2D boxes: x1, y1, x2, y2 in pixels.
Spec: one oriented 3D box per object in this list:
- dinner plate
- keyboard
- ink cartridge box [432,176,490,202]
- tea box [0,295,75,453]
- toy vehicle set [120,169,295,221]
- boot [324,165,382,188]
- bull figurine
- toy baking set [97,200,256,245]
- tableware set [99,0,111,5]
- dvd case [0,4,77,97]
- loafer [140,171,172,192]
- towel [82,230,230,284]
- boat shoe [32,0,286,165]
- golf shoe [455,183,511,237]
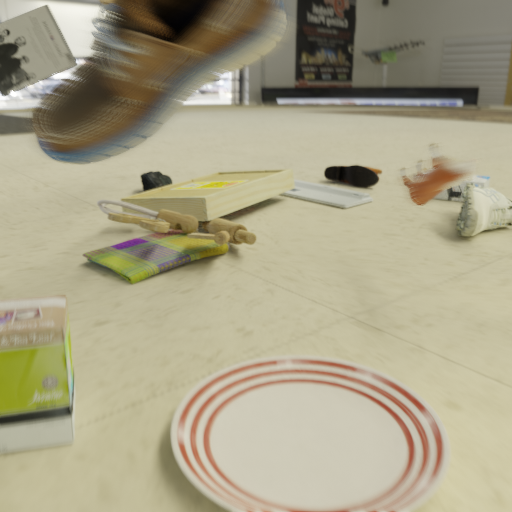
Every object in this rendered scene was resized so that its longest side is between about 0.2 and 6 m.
[{"bbox_3d":[0.426,1.474,4.657,2.245,0.272,2.245,-1,19,0],"label":"dinner plate"},{"bbox_3d":[0.978,-1.647,13.991,1.113,0.211,3.955,-23,29,-39],"label":"keyboard"},{"bbox_3d":[4.805,-1.626,13.307,1.252,0.524,0.908,11,22,28],"label":"ink cartridge box"},{"bbox_3d":[-2.141,0.991,4.721,1.119,1.101,0.748,-3,19,-16],"label":"tea box"},{"bbox_3d":[-0.929,-1.376,12.242,2.171,0.463,3.493,3,18,32],"label":"toy vehicle set"},{"bbox_3d":[2.935,-2.164,15.205,1.612,0.586,1.712,6,11,41],"label":"boot"},{"bbox_3d":[2.394,-1.090,7.439,0.352,0.656,1.081,-13,-17,-35],"label":"bull figurine"},{"bbox_3d":[-1.451,-0.633,9.649,2.384,0.361,3.106,11,4,-24],"label":"toy baking set"},{"bbox_3d":[-2.010,-4.726,11.057,2.142,0.248,1.789,-22,50,-40],"label":"tableware set"},{"bbox_3d":[-3.781,-3.344,9.148,1.348,1.013,0.167,-28,29,-10],"label":"dvd case"},{"bbox_3d":[-2.335,-1.731,13.404,0.676,0.654,1.926,-14,18,-14],"label":"loafer"},{"bbox_3d":[-1.582,-0.050,9.184,1.465,0.232,2.040,18,26,40],"label":"towel"},{"bbox_3d":[-1.170,-2.191,5.917,3.105,1.124,1.122,-36,67,-1],"label":"boat shoe"},{"bbox_3d":[4.477,-0.890,10.710,1.138,0.917,2.342,14,24,21],"label":"golf shoe"}]
